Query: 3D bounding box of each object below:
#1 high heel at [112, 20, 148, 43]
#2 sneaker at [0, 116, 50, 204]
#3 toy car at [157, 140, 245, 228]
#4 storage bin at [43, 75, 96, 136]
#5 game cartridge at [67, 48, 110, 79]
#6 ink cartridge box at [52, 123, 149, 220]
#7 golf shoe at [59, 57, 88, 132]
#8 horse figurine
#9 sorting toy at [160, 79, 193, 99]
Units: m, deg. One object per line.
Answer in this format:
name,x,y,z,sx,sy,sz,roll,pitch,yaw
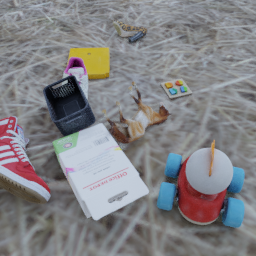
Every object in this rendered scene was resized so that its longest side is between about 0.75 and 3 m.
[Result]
high heel,0.086,-4.107,11.461,0.988,0.495,1.386,-35,71,-21
sneaker,-2.572,0.638,6.561,2.689,0.958,1.513,21,53,22
toy car,1.616,0.864,5.703,1.717,1.862,1.647,12,47,11
storage bin,-1.467,-0.570,6.960,0.908,0.630,1.343,-26,51,-3
game cartridge,-1.390,-2.307,9.946,1.476,0.272,1.675,-1,48,-1
ink cartridge box,-0.640,1.038,6.277,1.332,0.766,2.274,-22,49,-20
golf shoe,-1.583,-1.024,8.006,0.965,1.173,2.564,1,46,-12
horse figurine,0.188,-0.278,7.415,0.538,1.429,2.157,-15,26,47
sorting toy,1.558,-1.302,9.011,0.787,0.155,0.850,-14,47,-14
